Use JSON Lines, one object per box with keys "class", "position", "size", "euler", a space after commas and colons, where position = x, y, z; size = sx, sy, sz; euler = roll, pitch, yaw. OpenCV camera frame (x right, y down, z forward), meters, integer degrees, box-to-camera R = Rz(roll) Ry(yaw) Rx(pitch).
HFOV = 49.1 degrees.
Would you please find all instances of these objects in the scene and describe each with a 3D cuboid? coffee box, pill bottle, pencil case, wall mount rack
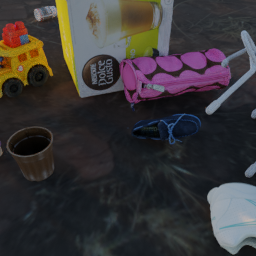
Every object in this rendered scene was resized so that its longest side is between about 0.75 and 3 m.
{"class": "coffee box", "position": [-0.566, -2.947, 8.378], "size": [2.741, 2.767, 2.772], "euler": [-12, 41, -14]}
{"class": "pill bottle", "position": [-3.812, -5.339, 13.031], "size": [0.941, 0.536, 0.536], "euler": [-31, 48, -32]}
{"class": "pencil case", "position": [1.333, -1.396, 7.580], "size": [2.998, 1.360, 1.404], "euler": [-13, 14, -17]}
{"class": "wall mount rack", "position": [2.741, -0.503, 6.125], "size": [1.081, 2.901, 2.520], "euler": [-25, 21, 36]}

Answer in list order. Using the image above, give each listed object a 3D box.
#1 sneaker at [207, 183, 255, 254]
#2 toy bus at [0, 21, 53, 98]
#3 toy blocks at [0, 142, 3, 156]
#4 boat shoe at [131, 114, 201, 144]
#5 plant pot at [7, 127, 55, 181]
{"class": "sneaker", "position": [2.711, 1.615, 4.446], "size": [2.765, 0.973, 1.108], "euler": [0, 45, 12]}
{"class": "toy bus", "position": [-3.341, -2.022, 8.021], "size": [1.314, 1.858, 1.936], "euler": [32, 51, 31]}
{"class": "toy blocks", "position": [-3.788, -0.001, 5.777], "size": [1.753, 1.579, 1.876], "euler": [28, 47, 30]}
{"class": "boat shoe", "position": [0.818, 0.094, 6.265], "size": [1.575, 0.663, 0.541], "euler": [-12, 16, 30]}
{"class": "plant pot", "position": [-1.889, 0.566, 5.667], "size": [0.862, 0.853, 0.862], "euler": [0, 40, 0]}
